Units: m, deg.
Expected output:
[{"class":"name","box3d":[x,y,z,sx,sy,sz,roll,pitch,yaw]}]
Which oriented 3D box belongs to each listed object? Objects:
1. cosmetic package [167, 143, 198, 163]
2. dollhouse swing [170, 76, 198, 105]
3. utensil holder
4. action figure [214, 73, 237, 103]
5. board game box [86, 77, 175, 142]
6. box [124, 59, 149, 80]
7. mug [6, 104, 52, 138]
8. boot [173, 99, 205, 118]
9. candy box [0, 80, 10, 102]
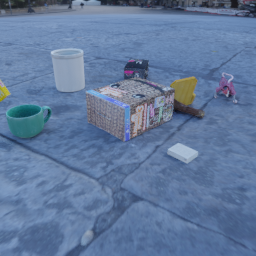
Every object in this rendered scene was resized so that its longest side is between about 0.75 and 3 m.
[{"class":"cosmetic package","box3d":[1.895,0.859,9.706,0.637,0.218,0.845,-27,38,-37]},{"class":"dollhouse swing","box3d":[2.173,-1.800,13.250,1.751,1.539,1.591,-16,32,-25]},{"class":"utensil holder","box3d":[-3.212,-3.149,15.226,1.695,1.994,1.695,0,28,0]},{"class":"action figure","box3d":[5.044,-2.008,14.044,1.155,1.284,1.725,17,18,18]},{"class":"board game box","box3d":[0.117,-0.932,11.733,2.931,1.419,2.336,-24,37,-38]},{"class":"box","box3d":[0.522,-3.307,16.507,1.233,1.069,2.016,4,29,8]},{"class":"mug","box3d":[-3.816,-0.230,10.912,1.599,0.989,1.314,-4,28,-8]},{"class":"boot","box3d":[2.594,-0.829,12.297,1.412,0.453,1.316,29,17,37]},{"class":"candy box","box3d":[-3.707,-1.337,7.539,0.652,1.276,0.169,-18,20,46]}]
